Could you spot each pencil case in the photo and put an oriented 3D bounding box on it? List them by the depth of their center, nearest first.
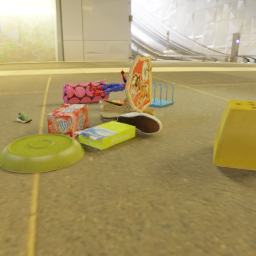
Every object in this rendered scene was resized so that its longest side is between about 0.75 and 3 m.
[{"bbox_3d":[-2.356,-2.035,15.577,2.542,1.191,1.153,-9,24,-23],"label":"pencil case"}]

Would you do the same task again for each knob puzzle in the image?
[{"bbox_3d":[0.558,-1.707,11.214,0.357,2.577,2.577,7,19,26],"label":"knob puzzle"}]

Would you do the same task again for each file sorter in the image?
[{"bbox_3d":[1.454,-1.846,15.197,1.750,1.074,1.215,16,24,40],"label":"file sorter"}]

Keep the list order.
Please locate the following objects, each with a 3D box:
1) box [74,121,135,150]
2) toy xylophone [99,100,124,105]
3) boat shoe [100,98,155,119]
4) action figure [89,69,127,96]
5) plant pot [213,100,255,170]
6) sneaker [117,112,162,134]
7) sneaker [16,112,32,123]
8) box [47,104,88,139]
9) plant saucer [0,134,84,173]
[{"bbox_3d":[-0.755,0.232,9.533,1.145,0.448,1.878,14,22,38],"label":"box"},{"bbox_3d":[-0.650,-1.137,14.048,1.554,0.390,1.137,-5,19,-15],"label":"toy xylophone"},{"bbox_3d":[-0.035,-0.858,12.195,2.465,0.939,0.883,4,17,8],"label":"boat shoe"},{"bbox_3d":[-0.345,-1.996,11.865,2.412,1.194,0.787,-6,38,-29],"label":"action figure"},{"bbox_3d":[3.459,0.101,8.037,1.812,1.598,1.812,4,17,16],"label":"plant pot"},{"bbox_3d":[0.579,-0.306,10.763,2.039,0.743,0.863,14,24,41],"label":"sneaker"},{"bbox_3d":[-4.434,-0.467,11.890,0.882,0.391,0.339,10,20,30],"label":"sneaker"},{"bbox_3d":[-2.191,-0.287,10.452,0.930,0.891,1.866,3,17,9],"label":"box"},{"bbox_3d":[-2.568,0.629,8.388,2.495,0.388,2.495,0,18,0],"label":"plant saucer"}]
